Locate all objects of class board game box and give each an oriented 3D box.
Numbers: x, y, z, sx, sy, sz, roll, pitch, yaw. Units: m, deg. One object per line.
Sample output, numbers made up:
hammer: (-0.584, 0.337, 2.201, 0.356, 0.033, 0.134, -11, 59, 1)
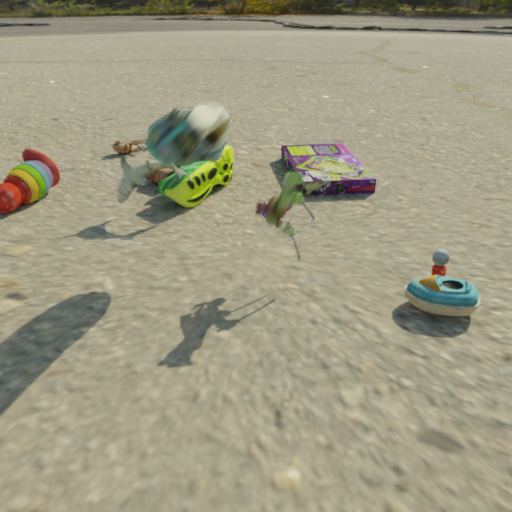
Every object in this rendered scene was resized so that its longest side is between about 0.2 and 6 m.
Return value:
board game box: (1.623, -2.105, 13.305, 1.680, 0.452, 2.800, -7, 28, -4)

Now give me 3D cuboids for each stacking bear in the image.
stacking bear: (-4.857, -1.447, 11.588, 0.870, 0.929, 1.531, 14, 38, 12)

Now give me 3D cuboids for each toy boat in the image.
toy boat: (2.706, 0.382, 8.203, 1.039, 0.575, 1.237, 5, 28, 11)

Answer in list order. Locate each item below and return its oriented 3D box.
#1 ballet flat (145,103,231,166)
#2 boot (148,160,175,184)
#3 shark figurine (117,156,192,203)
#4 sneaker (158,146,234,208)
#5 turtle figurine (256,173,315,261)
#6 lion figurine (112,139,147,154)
ballet flat: (-0.793, -1.878, 8.396, 0.939, 0.939, 2.528, 4, 20, 9)
boot: (-1.858, -2.021, 13.073, 1.492, 0.572, 1.158, -30, 35, -34)
shark figurine: (-2.077, -1.616, 11.052, 1.463, 0.874, 0.610, -17, -11, 2)
sneaker: (-1.243, -1.863, 12.223, 1.034, 0.917, 2.475, 16, 31, 20)
turtle figurine: (0.580, -0.704, 8.427, 1.066, 1.034, 0.767, 42, 64, 13)
lion figurine: (-3.337, -2.950, 15.046, 0.660, 0.391, 1.078, 2, 12, 20)
